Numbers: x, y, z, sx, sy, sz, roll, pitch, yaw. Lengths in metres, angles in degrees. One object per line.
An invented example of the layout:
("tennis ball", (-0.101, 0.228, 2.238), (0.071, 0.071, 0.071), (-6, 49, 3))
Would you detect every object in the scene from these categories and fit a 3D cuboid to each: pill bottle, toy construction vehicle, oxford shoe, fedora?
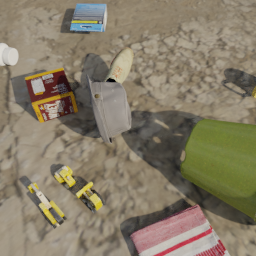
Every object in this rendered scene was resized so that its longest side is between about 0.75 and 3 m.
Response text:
("pill bottle", (-5.273, -2.997, 11.241), (1.508, 0.902, 0.902), (13, 56, 9))
("toy construction vehicle", (-1.769, 1.893, 7.963), (1.573, 0.636, 1.806), (-35, 62, -22))
("oxford shoe", (-0.364, -1.877, 9.932), (0.753, 0.785, 2.126), (25, 93, -13))
("fedora", (-0.500, -0.690, 8.695), (1.055, 2.066, 2.336), (-16, 50, 1))

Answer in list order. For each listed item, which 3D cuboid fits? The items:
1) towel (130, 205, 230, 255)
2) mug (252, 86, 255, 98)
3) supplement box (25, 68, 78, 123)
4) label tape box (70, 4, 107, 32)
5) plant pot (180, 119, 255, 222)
("towel", (1.597, 3.498, 6.832), (2.109, 0.333, 2.929), (-19, 52, -15))
("mug", (5.360, -1.490, 10.015), (1.149, 1.178, 1.435), (38, 63, 22))
("supplement box", (-2.701, -1.171, 9.923), (1.406, 0.947, 1.426), (-18, 57, -12))
("label tape box", (-1.736, -4.813, 12.686), (1.408, 0.650, 1.965), (2, 57, 2))
("plant pot", (3.076, 0.970, 7.563), (2.839, 2.990, 2.990), (20, 56, 28))
